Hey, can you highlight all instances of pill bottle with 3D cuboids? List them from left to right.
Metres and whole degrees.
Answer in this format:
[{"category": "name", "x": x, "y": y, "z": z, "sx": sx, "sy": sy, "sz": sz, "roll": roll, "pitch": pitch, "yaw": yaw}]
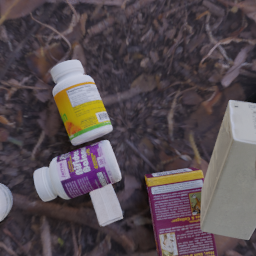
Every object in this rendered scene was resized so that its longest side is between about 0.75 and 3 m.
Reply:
[{"category": "pill bottle", "x": -1.441, "y": 1.282, "z": 8.074, "sx": 2.282, "sy": 1.281, "sz": 1.281, "roll": -20, "pitch": 86, "yaw": -2}, {"category": "pill bottle", "x": -1.434, "y": -0.757, "z": 8.230, "sx": 1.265, "sy": 1.265, "sz": 2.279, "roll": -22, "pitch": 86, "yaw": -2}]

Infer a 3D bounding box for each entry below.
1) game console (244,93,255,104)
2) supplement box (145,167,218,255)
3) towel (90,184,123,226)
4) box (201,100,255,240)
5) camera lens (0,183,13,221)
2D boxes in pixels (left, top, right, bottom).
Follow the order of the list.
[{"category": "game console", "x": 4.971, "y": -0.586, "z": 8.755, "sx": 1.816, "sy": 1.202, "sz": 2.065, "roll": -39, "pitch": 86, "yaw": 27}, {"category": "supplement box", "x": 1.447, "y": 2.446, "z": 8.003, "sx": 1.572, "sy": 1.239, "sz": 2.402, "roll": -8, "pitch": 86, "yaw": -1}, {"category": "towel", "x": -0.510, "y": 1.788, "z": 6.525, "sx": 0.588, "sy": 0.153, "sz": 0.888, "roll": -21, "pitch": 61, "yaw": -8}, {"category": "box", "x": 2.360, "y": 0.983, "z": 5.947, "sx": 1.103, "sy": 1.347, "sz": 2.837, "roll": 9, "pitch": 131, "yaw": 8}, {"category": "camera lens", "x": -4.115, "y": 2.200, "z": 7.838, "sx": 1.287, "sy": 1.609, "sz": 1.287, "roll": 0, "pitch": 86, "yaw": 0}]
